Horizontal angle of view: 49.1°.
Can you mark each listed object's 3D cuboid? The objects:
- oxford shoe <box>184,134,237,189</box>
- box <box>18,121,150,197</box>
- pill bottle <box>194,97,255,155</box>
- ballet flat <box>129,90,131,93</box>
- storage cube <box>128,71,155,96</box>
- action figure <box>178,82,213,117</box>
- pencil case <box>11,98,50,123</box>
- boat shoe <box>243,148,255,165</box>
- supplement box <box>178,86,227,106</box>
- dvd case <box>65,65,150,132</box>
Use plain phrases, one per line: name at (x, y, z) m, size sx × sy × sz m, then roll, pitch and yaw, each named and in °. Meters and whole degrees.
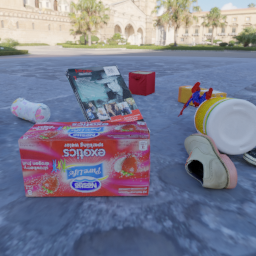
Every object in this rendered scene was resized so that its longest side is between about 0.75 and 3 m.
oxford shoe at (1.817, 0.742, 7.127) m, size 0.865 × 0.829 × 2.342 m, roll -5°, pitch 19°, yaw -9°
box at (-0.885, 0.669, 6.428) m, size 2.750 × 1.371 × 1.313 m, roll 0°, pitch 18°, yaw 0°
pill bottle at (2.885, -0.199, 8.615) m, size 1.496 × 1.496 × 2.693 m, roll 1°, pitch 8°, yaw 2°
ballet flat at (-0.427, -1.964, 15.880) m, size 1.960 × 0.665 × 0.709 m, roll 9°, pitch 1°, yaw 38°
storage cube at (0.832, -2.718, 16.868) m, size 1.234 × 1.298 × 1.444 m, roll 11°, pitch 22°, yaw 29°
action figure at (2.361, -0.788, 9.910) m, size 0.768 × 1.164 × 2.352 m, roll 30°, pitch 3°, yaw 12°
pencil case at (-3.993, -0.709, 11.473) m, size 1.852 × 0.840 × 0.770 m, roll 16°, pitch -7°, yaw 37°
boat shoe at (4.340, 0.573, 7.711) m, size 2.494 × 0.776 × 0.930 m, roll -5°, pitch 21°, yaw -10°
supplement box at (3.618, -1.510, 13.922) m, size 0.878 × 0.849 × 2.553 m, roll -8°, pitch 20°, yaw -29°
dvd case at (-0.633, -0.800, 9.101) m, size 2.012 × 2.756 × 0.303 m, roll -16°, pitch -16°, yaw -38°
